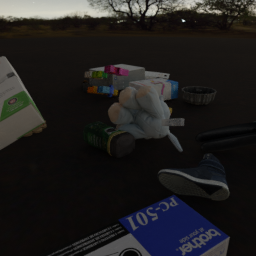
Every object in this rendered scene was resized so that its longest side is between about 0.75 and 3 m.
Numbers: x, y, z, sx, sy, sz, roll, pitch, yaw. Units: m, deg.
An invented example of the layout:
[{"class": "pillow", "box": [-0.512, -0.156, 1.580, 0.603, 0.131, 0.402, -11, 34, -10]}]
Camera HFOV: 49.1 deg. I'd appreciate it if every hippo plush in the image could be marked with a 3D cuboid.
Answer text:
[{"class": "hippo plush", "box": [0.627, -0.522, 7.822, 2.060, 1.641, 1.656, 6, 24, 16]}]

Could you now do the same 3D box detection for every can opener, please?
[{"class": "can opener", "box": [3.138, 0.133, 7.319, 2.747, 1.080, 0.871, -9, 30, 3]}]

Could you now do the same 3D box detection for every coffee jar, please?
[{"class": "coffee jar", "box": [-0.495, 0.286, 7.210, 0.719, 0.588, 1.379, -18, 27, -41]}]

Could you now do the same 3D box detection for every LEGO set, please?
[{"class": "LEGO set", "box": [-0.813, -1.793, 11.455, 1.164, 1.082, 2.836, 6, 3, -28]}]

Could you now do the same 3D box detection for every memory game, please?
[{"class": "memory game", "box": [-3.318, -0.045, 8.685, 1.578, 0.101, 1.578, 0, 22, 0]}]

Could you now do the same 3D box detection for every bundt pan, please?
[{"class": "bundt pan", "box": [2.799, -1.272, 11.164, 1.361, 0.511, 1.361, 0, 22, 0]}]

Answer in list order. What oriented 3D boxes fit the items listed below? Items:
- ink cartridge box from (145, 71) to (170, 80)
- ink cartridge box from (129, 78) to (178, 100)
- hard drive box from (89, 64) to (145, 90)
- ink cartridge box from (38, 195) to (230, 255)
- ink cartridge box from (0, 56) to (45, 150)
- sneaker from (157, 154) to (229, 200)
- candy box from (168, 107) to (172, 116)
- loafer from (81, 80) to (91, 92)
[{"class": "ink cartridge box", "box": [1.339, -2.706, 15.002, 1.673, 0.420, 1.357, 11, 23, 8]}, {"class": "ink cartridge box", "box": [1.040, -1.566, 11.592, 1.700, 0.720, 1.229, -14, 24, -29]}, {"class": "hard drive box", "box": [-0.519, -2.530, 13.802, 2.226, 0.855, 1.735, -20, 30, -41]}, {"class": "ink cartridge box", "box": [0.049, 1.758, 3.644, 2.435, 0.538, 1.145, -14, 27, -31]}, {"class": "ink cartridge box", "box": [-3.228, -0.636, 6.964, 1.504, 0.868, 2.060, -32, 56, -9]}, {"class": "sneaker", "box": [1.312, 0.896, 5.678, 1.358, 0.517, 0.982, 13, 34, 7]}, {"class": "candy box", "box": [0.957, -0.611, 9.837, 1.021, 0.288, 0.596, 21, 29, 38]}, {"class": "loafer", "box": [-1.958, -2.024, 13.111, 0.450, 0.447, 1.236, -8, 23, -17]}]
